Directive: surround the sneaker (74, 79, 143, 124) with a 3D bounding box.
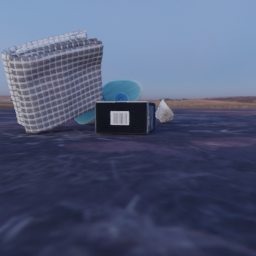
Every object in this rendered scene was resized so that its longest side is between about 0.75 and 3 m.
[{"bbox_3d":[-0.519,-1.019,10.512,2.825,1.124,1.844,-19,-2,23],"label":"sneaker"}]

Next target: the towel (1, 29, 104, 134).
[{"bbox_3d":[-1.741,-1.224,7.334,2.539,2.102,1.087,-26,40,-32],"label":"towel"}]

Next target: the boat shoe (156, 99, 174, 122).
[{"bbox_3d":[1.357,-0.544,10.726,0.620,0.633,1.789,-31,-19,3],"label":"boat shoe"}]

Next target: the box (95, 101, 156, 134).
[{"bbox_3d":[-0.024,-0.299,7.392,1.350,0.837,1.327,1,5,13],"label":"box"}]
